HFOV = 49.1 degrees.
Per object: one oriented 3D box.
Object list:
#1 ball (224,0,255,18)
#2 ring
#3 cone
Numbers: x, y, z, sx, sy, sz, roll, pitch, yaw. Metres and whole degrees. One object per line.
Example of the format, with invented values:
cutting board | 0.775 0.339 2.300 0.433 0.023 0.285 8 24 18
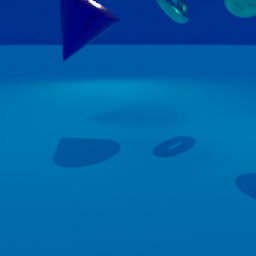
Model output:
ball | 2.249 -2.544 5.222 0.905 0.905 0.905 0 18 0
ring | 1.060 -3.257 7.007 0.288 1.438 1.438 -32 -3 36
cone | -1.271 -2.347 6.939 1.596 1.602 1.596 27 23 -13
